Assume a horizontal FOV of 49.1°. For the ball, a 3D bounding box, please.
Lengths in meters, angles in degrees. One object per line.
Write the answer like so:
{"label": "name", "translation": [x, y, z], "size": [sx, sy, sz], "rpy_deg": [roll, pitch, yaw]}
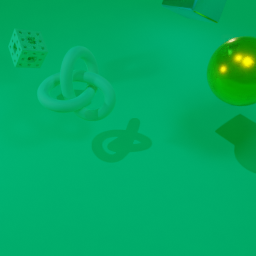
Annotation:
{"label": "ball", "translation": [2.261, -1.111, 5.551], "size": [1.356, 1.356, 1.356], "rpy_deg": [0, 50, 0]}

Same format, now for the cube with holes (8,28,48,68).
{"label": "cube with holes", "translation": [-2.761, -2.175, 7.731], "size": [0.721, 0.721, 0.721], "rpy_deg": [-9, 68, -40]}

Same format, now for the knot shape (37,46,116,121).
{"label": "knot shape", "translation": [-1.132, -1.080, 6.585], "size": [1.780, 0.822, 1.666], "rpy_deg": [11, 84, -20]}

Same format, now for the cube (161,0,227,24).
{"label": "cube", "translation": [1.294, -2.541, 5.247], "size": [0.832, 0.832, 0.832], "rpy_deg": [2, 23, -41]}
